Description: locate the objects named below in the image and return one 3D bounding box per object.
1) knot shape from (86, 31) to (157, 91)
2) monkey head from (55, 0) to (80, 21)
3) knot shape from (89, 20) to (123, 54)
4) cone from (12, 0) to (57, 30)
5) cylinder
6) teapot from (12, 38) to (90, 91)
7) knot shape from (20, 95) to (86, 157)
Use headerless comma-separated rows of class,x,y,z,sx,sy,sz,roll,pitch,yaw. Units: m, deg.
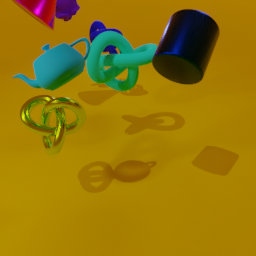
knot shape,-0.254,-1.616,7.333,1.984,1.856,0.917,-9,72,-24
monkey head,-2.171,-4.107,9.451,1.441,0.868,1.037,-30,10,-11
knot shape,-0.710,-2.993,9.503,1.678,0.775,1.570,36,-1,0
cone,-2.352,-3.871,7.974,1.483,1.488,1.483,35,4,-2
cylinder,0.973,-1.342,4.735,0.899,0.899,0.899,17,75,26
teapot,-1.184,-1.007,4.508,1.362,0.667,0.847,-32,12,0
knot shape,-1.322,-0.154,5.196,1.130,1.208,0.558,-25,-1,16
